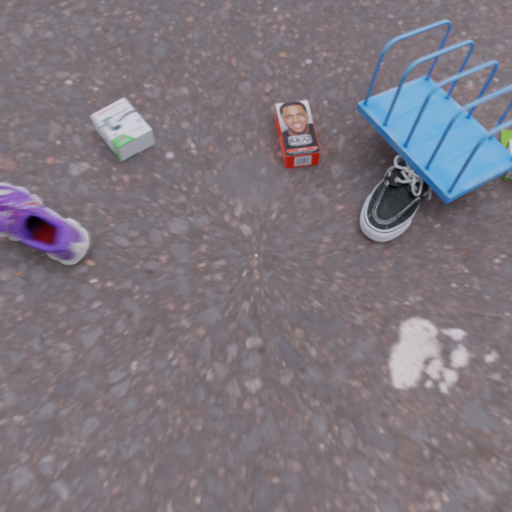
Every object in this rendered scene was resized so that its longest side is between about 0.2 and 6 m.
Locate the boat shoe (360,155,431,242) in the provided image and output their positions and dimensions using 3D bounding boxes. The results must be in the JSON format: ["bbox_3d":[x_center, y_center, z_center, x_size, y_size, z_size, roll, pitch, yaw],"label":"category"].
[{"bbox_3d":[3.009,-1.448,10.920,1.016,0.939,2.751,40,68,19],"label":"boat shoe"}]

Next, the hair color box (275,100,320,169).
[{"bbox_3d":[0.854,-2.574,11.821,0.733,0.442,1.444,-8,61,-3],"label":"hair color box"}]

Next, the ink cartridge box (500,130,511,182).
[{"bbox_3d":[5.624,-2.171,11.560,1.005,0.515,1.360,9,63,5],"label":"ink cartridge box"}]

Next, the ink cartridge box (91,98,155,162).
[{"bbox_3d":[-2.823,-2.677,11.852,0.836,0.481,1.146,-34,66,-17],"label":"ink cartridge box"}]

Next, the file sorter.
[{"bbox_3d":[3.555,-2.723,10.283,1.876,1.658,2.703,-26,65,-20],"label":"file sorter"}]

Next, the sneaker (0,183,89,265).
[{"bbox_3d":[-4.302,-0.730,10.335,2.559,1.068,1.032,22,82,11],"label":"sneaker"}]
